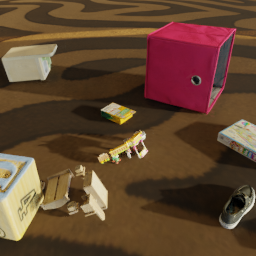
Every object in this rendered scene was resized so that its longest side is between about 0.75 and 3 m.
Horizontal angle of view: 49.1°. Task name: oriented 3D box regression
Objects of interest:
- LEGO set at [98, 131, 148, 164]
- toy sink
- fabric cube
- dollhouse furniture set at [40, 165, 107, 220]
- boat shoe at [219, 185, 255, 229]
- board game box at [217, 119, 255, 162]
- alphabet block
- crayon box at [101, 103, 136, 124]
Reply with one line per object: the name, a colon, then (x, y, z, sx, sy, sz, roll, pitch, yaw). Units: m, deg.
LEGO set: (-0.004, 0.728, 8.580, 1.796, 0.668, 0.826, -33, 11, -33)
toy sink: (-4.520, -3.111, 13.478, 2.309, 1.294, 1.505, -6, 34, 0)
fabric cube: (2.487, -2.592, 11.434, 2.738, 2.695, 2.747, 18, 38, 23)
dollhouse furniture set: (-1.492, 1.864, 6.995, 1.787, 0.873, 1.524, -22, 32, 10)
boat shoe: (2.742, 1.834, 6.879, 0.531, 0.438, 1.547, 24, 41, 32)
board game box: (4.106, 0.484, 8.973, 1.334, 0.340, 1.984, -24, 40, -30)
alphabet block: (-2.917, 1.541, 6.476, 1.346, 1.379, 1.354, 8, 35, 10)
crayon box: (-0.360, -0.529, 10.518, 1.147, 0.296, 0.721, 23, 40, 31)
